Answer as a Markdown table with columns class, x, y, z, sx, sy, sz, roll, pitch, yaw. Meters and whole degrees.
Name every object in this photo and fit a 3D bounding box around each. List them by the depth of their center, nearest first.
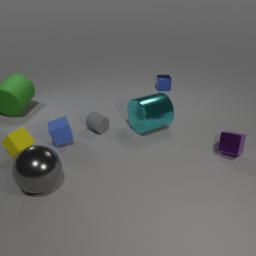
| class | x | y | z | sx | sy | sz | roll | pitch | yaw |
| --- | --- | --- | --- | --- | --- | --- | --- | --- | --- |
| ball | -2.643 | 1.198 | 8.195 | 1.400 | 1.400 | 1.400 | 0 | 30 | 0 |
| cube | 3.632 | 0.510 | 9.778 | 0.700 | 0.700 | 0.700 | 14 | 10 | 35 |
| cube | -3.848 | 0.499 | 9.830 | 0.700 | 0.700 | 0.700 | -34 | 3 | 43 |
| cube | -2.486 | 0.108 | 10.333 | 0.700 | 0.700 | 0.700 | -20 | 37 | -6 |
| cylinder | -1.228 | -0.230 | 11.298 | 0.700 | 0.700 | 0.700 | 27 | 39 | 32 |
| cylinder | 0.899 | -0.621 | 11.311 | 1.400 | 1.400 | 1.400 | -17 | 34 | -27 |
| cylinder | -5.107 | -1.483 | 12.525 | 1.400 | 1.400 | 1.400 | 6 | 40 | 10 |
| cube | 1.932 | -2.445 | 15.170 | 0.700 | 0.700 | 0.700 | -2 | 30 | -3 |
